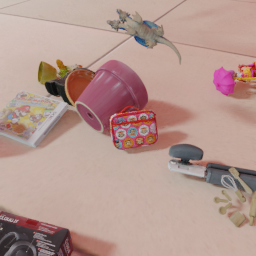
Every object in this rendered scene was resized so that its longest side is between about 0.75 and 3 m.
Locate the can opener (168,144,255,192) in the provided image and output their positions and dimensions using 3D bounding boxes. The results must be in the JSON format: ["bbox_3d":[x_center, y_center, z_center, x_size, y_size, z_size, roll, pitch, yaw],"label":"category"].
[{"bbox_3d":[2.179,0.953,6.971,2.389,0.799,0.637,9,21,11],"label":"can opener"}]

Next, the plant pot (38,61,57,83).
[{"bbox_3d":[-3.171,-2.164,11.084,0.608,0.857,0.857,6,32,-30],"label":"plant pot"}]

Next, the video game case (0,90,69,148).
[{"bbox_3d":[-3.175,-0.378,8.893,1.974,0.226,1.796,17,53,21],"label":"video game case"}]

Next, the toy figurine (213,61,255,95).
[{"bbox_3d":[4.204,-1.919,10.291,2.084,1.700,2.265,0,30,16],"label":"toy figurine"}]

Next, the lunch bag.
[{"bbox_3d":[0.155,-0.047,7.979,1.328,1.170,0.544,-9,9,-10],"label":"lunch bag"}]

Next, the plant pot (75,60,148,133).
[{"bbox_3d":[-0.614,-0.849,8.659,1.905,1.905,1.705,31,63,33],"label":"plant pot"}]

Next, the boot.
[{"bbox_3d":[-1.874,-1.715,10.476,2.119,0.734,1.845,27,46,33],"label":"boot"}]

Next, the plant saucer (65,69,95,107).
[{"bbox_3d":[-1.414,-1.186,9.485,1.646,0.308,1.646,20,57,-34],"label":"plant saucer"}]

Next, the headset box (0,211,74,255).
[{"bbox_3d":[-2.041,2.535,5.047,1.524,0.791,2.048,10,38,12],"label":"headset box"}]

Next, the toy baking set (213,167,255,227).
[{"bbox_3d":[2.507,1.561,6.367,0.988,0.150,1.287,27,65,4],"label":"toy baking set"}]

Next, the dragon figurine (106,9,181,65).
[{"bbox_3d":[0.492,-2.459,7.286,2.217,0.653,1.102,25,17,-6],"label":"dragon figurine"}]

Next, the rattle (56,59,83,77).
[{"bbox_3d":[-2.454,-2.682,11.660,1.189,0.849,0.774,-37,34,-30],"label":"rattle"}]
